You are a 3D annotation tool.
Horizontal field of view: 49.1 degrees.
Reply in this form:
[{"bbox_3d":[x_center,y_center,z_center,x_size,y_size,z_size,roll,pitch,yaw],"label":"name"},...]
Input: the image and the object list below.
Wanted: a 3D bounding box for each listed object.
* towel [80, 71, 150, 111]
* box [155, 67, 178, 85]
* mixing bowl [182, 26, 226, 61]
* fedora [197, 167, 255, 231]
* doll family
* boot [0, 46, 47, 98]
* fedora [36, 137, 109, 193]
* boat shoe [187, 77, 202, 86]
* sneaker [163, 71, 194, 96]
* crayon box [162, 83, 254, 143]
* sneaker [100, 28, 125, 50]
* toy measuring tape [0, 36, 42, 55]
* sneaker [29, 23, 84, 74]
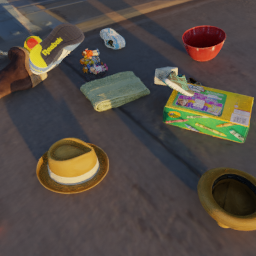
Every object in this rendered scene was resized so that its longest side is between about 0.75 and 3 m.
[{"bbox_3d":[-0.540,-1.599,11.500,2.490,0.454,1.848,-21,46,-21],"label":"towel"},{"bbox_3d":[1.409,-1.922,10.226,0.455,0.547,1.331,11,18,22],"label":"box"},{"bbox_3d":[3.609,-3.913,13.401,1.992,1.079,1.992,-7,46,7],"label":"mixing bowl"},{"bbox_3d":[2.758,1.966,7.425,2.084,0.850,2.084,3,36,-3],"label":"fedora"},{"bbox_3d":[-1.664,-2.908,12.868,0.978,0.710,1.575,-16,63,-26],"label":"doll family"},{"bbox_3d":[-5.157,-2.452,11.979,2.354,1.024,2.830,-32,55,-32],"label":"boot"},{"bbox_3d":[-1.698,0.933,8.486,2.218,0.905,2.218,1,43,0],"label":"fedora"},{"bbox_3d":[2.827,-1.662,11.563,0.480,0.455,1.268,-21,47,-21],"label":"boat shoe"},{"bbox_3d":[1.814,-1.500,9.434,1.274,0.581,0.494,23,12,-28],"label":"sneaker"},{"bbox_3d":[2.907,-0.655,10.193,2.892,0.842,1.717,16,45,17],"label":"crayon box"},{"bbox_3d":[-0.957,-4.657,14.584,0.740,0.701,1.831,-30,49,-27],"label":"sneaker"},{"bbox_3d":[-5.067,-4.048,13.754,2.550,0.938,0.938,0,43,0],"label":"toy measuring tape"},{"bbox_3d":[-2.476,-2.699,9.537,0.902,1.003,2.440,45,57,-6],"label":"sneaker"}]
